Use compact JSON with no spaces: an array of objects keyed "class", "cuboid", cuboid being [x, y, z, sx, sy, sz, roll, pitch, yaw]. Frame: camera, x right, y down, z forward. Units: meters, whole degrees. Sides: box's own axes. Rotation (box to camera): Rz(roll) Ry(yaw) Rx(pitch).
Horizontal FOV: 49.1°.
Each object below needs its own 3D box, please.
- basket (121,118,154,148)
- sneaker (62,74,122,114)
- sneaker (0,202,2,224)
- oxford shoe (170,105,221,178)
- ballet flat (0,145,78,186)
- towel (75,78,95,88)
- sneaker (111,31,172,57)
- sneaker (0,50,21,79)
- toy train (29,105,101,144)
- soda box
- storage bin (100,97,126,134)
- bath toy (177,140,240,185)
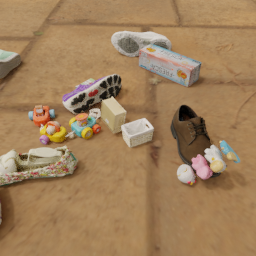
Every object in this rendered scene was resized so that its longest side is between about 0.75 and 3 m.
[{"class":"basket","cuboid":[0.269,0.148,8.140,0.816,0.504,0.553,-18,45,-20]},{"class":"sneaker","cuboid":[-1.209,-1.322,9.523,2.247,0.906,0.938,-26,43,-26]},{"class":"sneaker","cuboid":[-4.045,2.080,5.665,2.786,1.010,1.588,-20,49,-21]},{"class":"oxford shoe","cuboid":[1.800,0.268,7.630,0.892,1.037,2.456,-10,45,-14]},{"class":"ballet flat","cuboid":[-2.563,0.859,7.135,2.512,0.803,0.950,-8,44,-9]},{"class":"towel","cuboid":[-1.465,-1.584,10.343,0.600,0.123,0.804,29,49,27]},{"class":"sneaker","cuboid":[0.567,-3.742,12.247,2.582,1.006,1.283,8,35,-4]},{"class":"sneaker","cuboid":[-5.221,-2.499,10.893,1.153,0.719,1.954,16,35,9]},{"class":"toy train","cuboid":[-1.965,-0.328,8.568,2.295,0.638,1.724,-4,43,-4]},{"class":"soda box","cuboid":[1.563,-2.458,10.831,2.389,0.760,0.817,31,50,29]},{"class":"storage bin","cuboid":[-0.452,-0.367,8.296,0.365,0.772,0.778,-21,52,-29]},{"class":"bath toy","cuboid":[1.871,0.943,6.715,0.559,1.512,0.658,41,34,-17]}]
